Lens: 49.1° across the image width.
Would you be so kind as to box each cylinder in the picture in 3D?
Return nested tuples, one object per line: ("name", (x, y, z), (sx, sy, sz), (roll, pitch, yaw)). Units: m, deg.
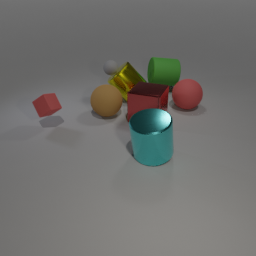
("cylinder", (1.857, -2.941, 14.641), (1.400, 1.400, 1.400), (2, 28, -11))
("cylinder", (-0.038, -2.233, 13.579), (1.400, 1.400, 1.400), (-40, 18, 16))
("cylinder", (0.795, 0.293, 9.300), (1.400, 1.400, 1.400), (-5, 37, 4))

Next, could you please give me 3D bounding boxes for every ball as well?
("ball", (-0.937, -1.193, 12.205), (1.400, 1.400, 1.400), (0, 29, 0))
("ball", (2.731, -1.559, 12.917), (1.400, 1.400, 1.400), (0, 29, 0))
("ball", (-0.799, -2.809, 13.066), (0.700, 0.700, 0.700), (0, 29, 0))

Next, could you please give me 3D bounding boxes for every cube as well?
("cube", (0.864, -1.036, 11.937), (1.400, 1.400, 1.400), (11, 31, 19))
("cube", (-3.202, -0.908, 11.107), (0.700, 0.700, 0.700), (-27, -2, 27))
